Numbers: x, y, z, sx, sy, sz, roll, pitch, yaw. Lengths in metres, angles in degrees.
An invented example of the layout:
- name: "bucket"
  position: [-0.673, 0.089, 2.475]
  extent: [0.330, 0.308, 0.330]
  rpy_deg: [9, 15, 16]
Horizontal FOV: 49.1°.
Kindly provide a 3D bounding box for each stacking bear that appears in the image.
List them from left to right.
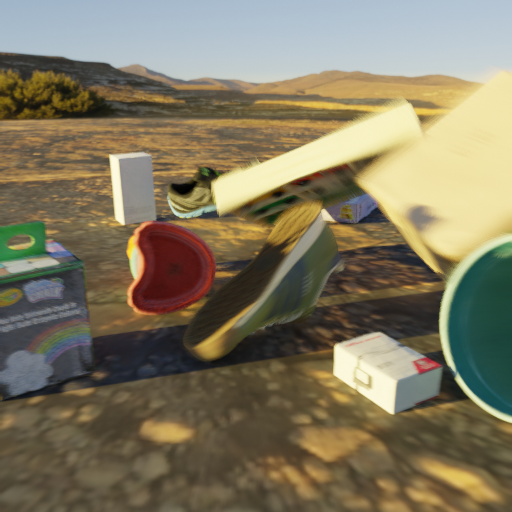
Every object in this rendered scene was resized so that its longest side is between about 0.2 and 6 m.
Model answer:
- name: "stacking bear"
  position: [-1.395, 0.029, 8.361]
  extent: [1.167, 1.246, 2.053]
  rpy_deg: [5, 8, -20]

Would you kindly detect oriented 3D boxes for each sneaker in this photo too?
- name: "sneaker"
  position: [-0.843, -1.465, 11.647]
  extent: [2.181, 0.904, 0.773]
  rpy_deg: [-17, 37, 10]
- name: "sneaker"
  position: [0.268, 0.538, 6.824]
  extent: [0.811, 1.086, 2.419]
  rpy_deg: [8, 50, 52]

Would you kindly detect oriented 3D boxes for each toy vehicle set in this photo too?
- name: "toy vehicle set"
  position: [1.324, -1.472, 10.295]
  extent: [3.657, 0.485, 2.272]
  rpy_deg: [-19, -14, 23]

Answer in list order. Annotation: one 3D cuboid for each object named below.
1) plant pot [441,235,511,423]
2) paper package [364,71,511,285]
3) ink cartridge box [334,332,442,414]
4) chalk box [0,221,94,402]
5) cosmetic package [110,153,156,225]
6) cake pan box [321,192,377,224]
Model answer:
- name: "plant pot"
  position: [2.996, 0.696, 5.419]
  extent: [1.594, 1.696, 1.696]
  rpy_deg: [5, 12, -35]
- name: "paper package"
  position: [3.411, -1.006, 7.944]
  extent: [2.780, 1.438, 2.650]
  rpy_deg: [-38, 32, 6]
- name: "ink cartridge box"
  position: [1.328, 1.175, 5.771]
  extent: [0.651, 0.373, 0.896]
  rpy_deg: [-10, 20, -29]
- name: "chalk box"
  position: [-2.427, 0.449, 5.907]
  extent: [1.040, 1.671, 1.034]
  rpy_deg: [-12, 21, -33]
- name: "cosmetic package"
  position: [-2.713, -1.495, 12.396]
  extent: [0.796, 1.479, 0.627]
  rpy_deg: [-9, 20, -27]
- name: "cake pan box"
  position: [1.808, -1.285, 13.383]
  extent: [1.826, 0.518, 1.982]
  rpy_deg: [11, 20, 25]
